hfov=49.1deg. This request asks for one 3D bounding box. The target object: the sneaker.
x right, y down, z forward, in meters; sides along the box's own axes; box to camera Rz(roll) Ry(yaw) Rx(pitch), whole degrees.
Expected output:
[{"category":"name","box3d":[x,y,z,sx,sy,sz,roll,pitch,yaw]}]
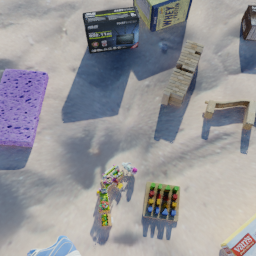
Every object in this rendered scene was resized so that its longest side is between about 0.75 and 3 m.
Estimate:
[{"category":"sneaker","box3d":[-2.231,3.464,6.498,2.443,0.925,0.941,-26,45,-13]}]

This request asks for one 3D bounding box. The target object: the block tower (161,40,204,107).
[{"category":"block tower","box3d":[1.807,-1.758,9.123,0.674,0.630,2.331,22,66,12]}]

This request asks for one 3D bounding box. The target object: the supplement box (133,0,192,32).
[{"category":"supplement box","box3d":[1.238,-4.694,10.334,1.606,1.078,1.604,-23,66,-11]}]

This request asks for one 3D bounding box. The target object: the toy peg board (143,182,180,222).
[{"category":"toy peg board","box3d":[0.912,1.890,7.391,0.939,0.459,0.935,8,64,4]}]

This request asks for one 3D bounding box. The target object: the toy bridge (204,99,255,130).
[{"category":"toy bridge","box3d":[3.728,-0.410,8.593,2.779,0.378,0.934,18,62,9]}]

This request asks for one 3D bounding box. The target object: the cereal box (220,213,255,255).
[{"category":"cereal box","box3d":[3.923,3.330,6.615,2.028,0.557,2.819,-32,68,-15]}]

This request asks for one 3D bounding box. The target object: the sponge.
[{"category":"sponge","box3d":[-3.428,-0.697,8.736,1.434,0.383,2.571,4,63,1]}]

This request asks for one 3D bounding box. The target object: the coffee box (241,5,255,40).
[{"category":"coffee box","box3d":[5.146,-3.723,10.041,1.845,0.736,1.043,6,64,3]}]

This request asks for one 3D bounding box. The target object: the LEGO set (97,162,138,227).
[{"category":"LEGO set","box3d":[-0.455,1.629,7.403,0.837,0.678,1.820,24,66,11]}]

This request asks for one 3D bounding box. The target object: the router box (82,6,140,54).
[{"category":"router box","box3d":[-0.534,-3.282,9.472,1.817,1.362,0.565,-10,63,-4]}]
